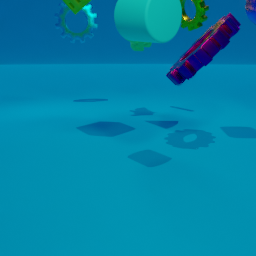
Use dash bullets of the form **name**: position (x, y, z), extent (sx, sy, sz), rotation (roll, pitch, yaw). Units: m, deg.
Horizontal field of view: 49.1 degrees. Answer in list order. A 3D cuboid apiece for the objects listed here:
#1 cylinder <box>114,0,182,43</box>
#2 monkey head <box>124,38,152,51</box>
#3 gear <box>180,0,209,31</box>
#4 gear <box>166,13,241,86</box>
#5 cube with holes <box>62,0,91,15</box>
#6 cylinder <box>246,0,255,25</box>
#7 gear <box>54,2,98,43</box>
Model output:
- **cylinder**: position (0.282, -1.611, 4.037), extent (0.708, 0.708, 0.708), rotation (-11, 23, -38)
- **monkey head**: position (0.303, -2.961, 8.739), extent (1.029, 0.862, 1.430), rotation (14, -24, -43)
- **gear**: position (2.012, -3.857, 9.083), extent (0.244, 1.319, 1.319), rotation (-31, 27, -25)
- **gear**: position (1.530, -1.609, 5.853), extent (0.317, 1.712, 1.712), rotation (44, 13, -7)
- **cube with holes**: position (-0.932, -3.251, 5.635), extent (1.124, 1.124, 1.124), rotation (-52, 25, -15)
- **cylinder**: position (3.087, -2.532, 5.763), extent (1.011, 1.011, 1.011), rotation (1, 30, 3)
- **gear**: position (-2.100, -4.368, 11.442), extent (1.732, 1.732, 0.320), rotation (-3, 16, -10)
